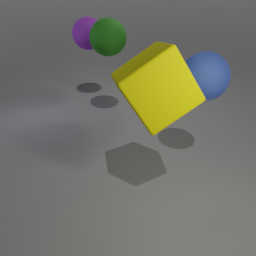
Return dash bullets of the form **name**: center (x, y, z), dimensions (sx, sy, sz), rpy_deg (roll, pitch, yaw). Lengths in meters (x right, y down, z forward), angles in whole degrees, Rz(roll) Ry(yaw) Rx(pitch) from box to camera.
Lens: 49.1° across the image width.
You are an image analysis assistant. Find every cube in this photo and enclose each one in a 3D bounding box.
- **cube**: center (0.614, -0.948, 6.362), dimensions (1.400, 1.400, 1.400), rpy_deg (-34, 21, 4)

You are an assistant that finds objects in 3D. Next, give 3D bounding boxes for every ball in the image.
- **ball**: center (-1.782, -4.206, 12.474), dimensions (1.400, 1.400, 1.400), rpy_deg (0, 30, 0)
- **ball**: center (-0.760, -3.436, 10.616), dimensions (1.400, 1.400, 1.400), rpy_deg (0, 30, 0)
- **ball**: center (2.208, -1.479, 8.049), dimensions (1.400, 1.400, 1.400), rpy_deg (0, 30, 0)
